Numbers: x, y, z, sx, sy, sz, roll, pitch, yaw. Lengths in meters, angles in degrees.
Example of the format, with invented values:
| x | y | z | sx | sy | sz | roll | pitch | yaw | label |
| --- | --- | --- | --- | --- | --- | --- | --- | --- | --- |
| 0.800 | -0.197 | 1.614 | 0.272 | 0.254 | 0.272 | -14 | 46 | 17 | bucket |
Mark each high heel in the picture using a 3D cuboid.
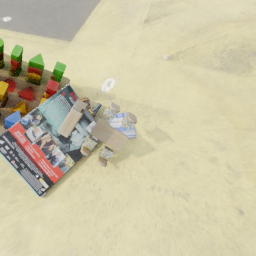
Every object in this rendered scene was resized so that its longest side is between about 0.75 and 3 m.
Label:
| x | y | z | sx | sy | sz | roll | pitch | yaw | label |
| --- | --- | --- | --- | --- | --- | --- | --- | --- | --- |
| -1.413 | -0.645 | 9.135 | 0.969 | 0.346 | 0.690 | 21 | 64 | 26 | high heel |

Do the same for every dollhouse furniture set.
| x | y | z | sx | sy | sz | roll | pitch | yaw | label |
| --- | --- | --- | --- | --- | --- | --- | --- | --- | --- |
| -0.804 | 0.060 | 7.179 | 1.645 | 1.511 | 1.071 | 32 | 16 | -12 | dollhouse furniture set |

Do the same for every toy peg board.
| x | y | z | sx | sy | sz | roll | pitch | yaw | label |
| --- | --- | --- | --- | --- | --- | --- | --- | --- | --- |
| -3.170 | -1.070 | 7.953 | 2.693 | 1.317 | 2.682 | 20 | 60 | -16 | toy peg board |

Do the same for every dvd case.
| x | y | z | sx | sy | sz | roll | pitch | yaw | label |
| --- | --- | --- | --- | --- | --- | --- | --- | --- | --- |
| -2.018 | 0.285 | 7.630 | 2.598 | 1.896 | 0.286 | -45 | 22 | -28 | dvd case |

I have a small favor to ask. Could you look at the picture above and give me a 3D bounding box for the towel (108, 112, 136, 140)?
| x | y | z | sx | sy | sz | roll | pitch | yaw | label |
| --- | --- | --- | --- | --- | --- | --- | --- | --- | --- |
| -0.201 | -0.061 | 8.793 | 0.787 | 0.128 | 1.072 | -6 | 52 | -6 | towel |
